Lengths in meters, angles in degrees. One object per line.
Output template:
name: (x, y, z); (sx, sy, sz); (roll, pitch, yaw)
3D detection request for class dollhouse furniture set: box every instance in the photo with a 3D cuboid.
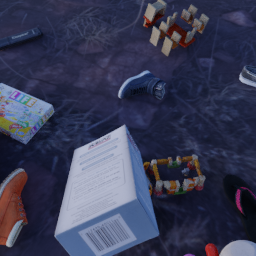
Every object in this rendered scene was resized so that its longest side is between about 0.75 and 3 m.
dollhouse furniture set: (2.042, -4.864, 13.529); (2.674, 1.377, 2.645); (-38, 73, -24)

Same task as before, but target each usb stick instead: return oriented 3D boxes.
usb stick: (-5.221, -4.279, 13.414); (2.264, 0.369, 0.628); (-25, 57, -18)

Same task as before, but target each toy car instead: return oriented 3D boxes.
toy car: (2.043, 3.724, 6.541); (2.715, 2.376, 2.036); (-22, 22, -15)

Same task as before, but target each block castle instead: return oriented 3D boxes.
block castle: (1.530, 1.520, 8.845); (1.626, 0.763, 1.086); (-6, 49, -7)

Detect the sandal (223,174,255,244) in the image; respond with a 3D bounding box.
sandal: (3.585, 2.316, 8.383); (0.830, 0.498, 2.211); (-11, 54, -8)

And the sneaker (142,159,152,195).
sneaker: (0.226, 1.963, 8.340); (1.068, 1.082, 2.765); (3, 53, -8)

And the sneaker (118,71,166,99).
sneaker: (0.648, -1.508, 11.118); (1.869, 0.710, 1.350); (-36, 58, -25)

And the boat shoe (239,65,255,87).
boat shoe: (5.798, -2.050, 11.500); (2.215, 0.751, 0.795); (22, 56, 15)

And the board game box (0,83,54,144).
board game box: (-4.367, -0.613, 10.611); (2.561, 0.438, 1.721); (22, 56, 16)

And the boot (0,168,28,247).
boot: (-3.370, 2.315, 8.278); (1.210, 0.846, 2.256); (18, 58, 3)

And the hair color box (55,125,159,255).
hair color box: (-0.400, 1.082, 5.486); (1.407, 0.862, 2.842); (-26, 22, 7)
